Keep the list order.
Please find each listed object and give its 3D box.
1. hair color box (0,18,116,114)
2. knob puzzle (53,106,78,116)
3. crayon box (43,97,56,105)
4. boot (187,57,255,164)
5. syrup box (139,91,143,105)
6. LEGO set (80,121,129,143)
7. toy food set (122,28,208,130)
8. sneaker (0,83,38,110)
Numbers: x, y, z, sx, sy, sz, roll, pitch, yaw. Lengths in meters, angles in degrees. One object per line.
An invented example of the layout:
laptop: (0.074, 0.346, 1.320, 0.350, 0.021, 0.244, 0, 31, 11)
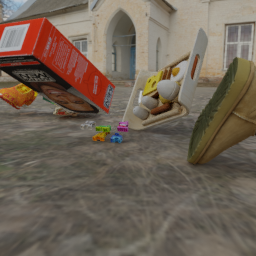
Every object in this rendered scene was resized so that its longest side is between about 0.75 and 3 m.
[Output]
hair color box: (-1.443, -1.114, 5.858, 1.286, 0.776, 2.534, 4, -17, 29)
knob puzzle: (-1.960, -0.662, 10.863, 2.029, 0.281, 2.029, -14, -4, -1)
crayon box: (-2.415, -1.334, 11.666, 1.463, 0.494, 1.696, 24, 28, 37)
boot: (2.454, 0.227, 4.371, 2.596, 2.274, 0.859, 20, 52, 2)
syrup box: (1.162, -0.916, 10.006, 1.506, 0.593, 0.613, 2, 53, 11)
LEGO set: (-0.488, 0.057, 6.901, 1.223, 0.466, 0.502, 4, 28, 20)
toy food set: (0.829, -1.166, 7.403, 0.849, 2.018, 2.812, 26, -21, -22)
sneaker: (-4.440, -1.436, 11.394, 1.080, 1.141, 2.958, 37, 2, -11)
